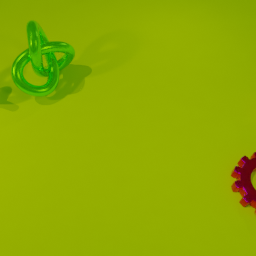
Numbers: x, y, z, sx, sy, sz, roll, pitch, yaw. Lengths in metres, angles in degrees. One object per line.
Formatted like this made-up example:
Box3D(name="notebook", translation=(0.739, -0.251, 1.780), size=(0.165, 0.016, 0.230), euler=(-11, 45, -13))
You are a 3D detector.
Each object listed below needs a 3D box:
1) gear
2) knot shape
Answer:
Box3D(name="gear", translation=(3.327, 1.342, 6.723), size=(1.601, 0.296, 1.601), euler=(0, 55, 0))
Box3D(name="knot shape", translation=(-2.492, -1.834, 8.044), size=(0.944, 2.042, 1.911), euler=(18, 79, 25))
